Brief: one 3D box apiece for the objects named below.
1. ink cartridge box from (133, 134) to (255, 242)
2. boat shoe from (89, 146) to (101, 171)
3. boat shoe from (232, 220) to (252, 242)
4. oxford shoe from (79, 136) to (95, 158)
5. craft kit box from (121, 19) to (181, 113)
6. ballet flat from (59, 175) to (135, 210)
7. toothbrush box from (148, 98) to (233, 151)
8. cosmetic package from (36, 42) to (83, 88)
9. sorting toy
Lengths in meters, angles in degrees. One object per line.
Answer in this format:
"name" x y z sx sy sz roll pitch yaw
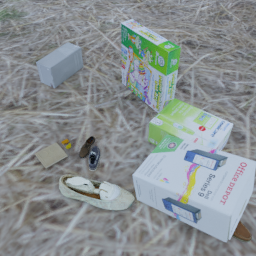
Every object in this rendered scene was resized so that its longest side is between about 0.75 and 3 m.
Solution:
"ink cartridge box" 1.940 1.590 8.235 2.923 1.279 2.124 19 46 32
"boat shoe" -1.179 0.997 9.841 0.390 0.337 1.074 2 45 1
"boat shoe" 2.980 2.719 8.018 0.450 0.425 1.251 -34 54 -30
"oxford shoe" -1.481 0.654 9.955 0.326 0.379 0.897 26 75 4
"craft kit box" 0.792 -2.454 11.499 0.727 2.995 2.958 -29 50 -26
"ballet flat" -1.002 1.944 8.578 2.420 0.754 0.816 8 45 8
"toothbrush box" 2.218 0.172 10.182 2.442 1.051 1.778 30 52 25
"cosmetic package" -3.184 -3.018 13.360 1.004 1.189 2.225 26 48 23
"sorting toy" -2.580 0.897 10.094 1.276 0.171 0.951 -30 47 -27
